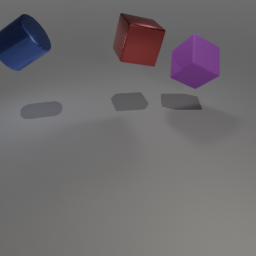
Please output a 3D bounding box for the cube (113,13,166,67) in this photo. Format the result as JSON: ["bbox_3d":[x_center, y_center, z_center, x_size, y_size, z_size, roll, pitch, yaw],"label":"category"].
[{"bbox_3d":[0.361,-3.294,10.481,1.400,1.400,1.400,4,34,-20],"label":"cube"}]

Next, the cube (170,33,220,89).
[{"bbox_3d":[2.724,-2.662,11.408,1.400,1.400,1.400,18,65,-25],"label":"cube"}]

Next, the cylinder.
[{"bbox_3d":[-3.621,-2.897,9.584,1.400,1.400,1.400,-27,26,17],"label":"cylinder"}]
